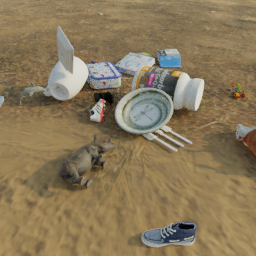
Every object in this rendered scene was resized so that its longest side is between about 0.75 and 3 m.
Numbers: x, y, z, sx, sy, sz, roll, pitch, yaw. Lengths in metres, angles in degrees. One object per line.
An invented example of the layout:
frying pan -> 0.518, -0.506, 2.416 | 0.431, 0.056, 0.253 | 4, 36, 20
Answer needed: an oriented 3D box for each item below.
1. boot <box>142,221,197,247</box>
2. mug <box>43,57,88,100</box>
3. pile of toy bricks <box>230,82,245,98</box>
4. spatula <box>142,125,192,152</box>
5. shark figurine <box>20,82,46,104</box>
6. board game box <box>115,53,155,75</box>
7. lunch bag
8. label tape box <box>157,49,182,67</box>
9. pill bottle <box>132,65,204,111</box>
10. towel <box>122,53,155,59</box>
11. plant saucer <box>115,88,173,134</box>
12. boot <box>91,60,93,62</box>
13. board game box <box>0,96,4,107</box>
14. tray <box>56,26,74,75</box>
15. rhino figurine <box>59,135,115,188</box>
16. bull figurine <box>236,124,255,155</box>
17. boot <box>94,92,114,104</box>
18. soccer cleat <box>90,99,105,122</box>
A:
boot -> 1.005, 2.554, 6.893 | 1.334, 0.603, 0.485 | -2, 35, -2
mug -> -3.069, -2.119, 13.064 | 2.124, 1.568, 1.862 | -19, 35, 28
pile of toy bricks -> 5.271, -1.867, 13.364 | 0.583, 0.519, 1.050 | 1, 35, 2
spatula -> 1.452, 0.364, 10.519 | 1.160, 0.134, 1.669 | -22, 41, -37
shark figurine -> -3.110, -1.074, 8.780 | 0.932, 0.557, 0.389 | -21, 57, 11
board game box -> 0.402, -3.588, 15.786 | 1.658, 0.361, 1.666 | 20, 48, 27
lunch bag -> -1.281, -2.772, 14.448 | 1.728, 0.815, 2.156 | -10, 37, -17
label tape box -> 2.442, -4.167, 16.658 | 1.231, 0.568, 1.719 | -2, 33, -3
pill bottle -> 1.724, -1.703, 12.137 | 2.813, 1.637, 1.637 | 15, 37, 21
towel -> 0.646, -4.254, 17.105 | 1.746, 0.199, 1.254 | -23, 41, -30
plant saucer -> 0.657, -0.586, 11.106 | 2.311, 0.580, 2.311 | -8, 52, 11
boot -> -1.752, -3.721, 16.276 | 0.790, 0.254, 0.736 | -5, 48, -2
board game box -> -6.093, -1.016, 12.406 | 0.824, 0.210, 1.226 | -2, 35, -2
tray -> -2.527, -2.970, 11.081 | 0.230, 2.074, 1.113 | -29, 82, -18
rhino figurine -> -1.233, 0.957, 9.091 | 1.107, 0.757, 2.531 | 15, 36, 21
bull figurine -> 4.577, 0.439, 9.484 | 0.741, 1.381, 2.274 | 12, 36, -24
boot -> -1.100, -1.355, 12.713 | 0.778, 0.392, 1.041 | -5, 24, -19
soccer cleat -> -1.285, -0.776, 11.822 | 0.634, 0.511, 1.490 | 1, 39, -4
